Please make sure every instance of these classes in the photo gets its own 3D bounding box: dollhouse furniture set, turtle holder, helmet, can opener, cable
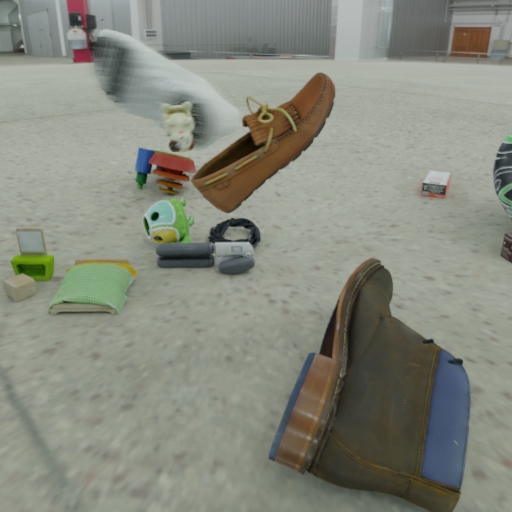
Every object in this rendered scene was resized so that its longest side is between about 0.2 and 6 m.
[{"bbox_3d":[-3.639,0.136,9.506,3.026,1.168,1.512,0,25,0],"label":"dollhouse furniture set"},{"bbox_3d":[-1.802,-0.549,11.492,0.876,1.234,0.938,-12,-5,-26],"label":"turtle holder"},{"bbox_3d":[6.400,-1.712,11.481,2.909,3.052,3.052,-21,5,44],"label":"helmet"},{"bbox_3d":[-0.961,0.042,10.518,1.879,0.501,0.628,-1,24,0],"label":"can opener"},{"bbox_3d":[-0.461,-0.445,11.861,1.110,0.345,1.360,-6,27,-1],"label":"cable"}]

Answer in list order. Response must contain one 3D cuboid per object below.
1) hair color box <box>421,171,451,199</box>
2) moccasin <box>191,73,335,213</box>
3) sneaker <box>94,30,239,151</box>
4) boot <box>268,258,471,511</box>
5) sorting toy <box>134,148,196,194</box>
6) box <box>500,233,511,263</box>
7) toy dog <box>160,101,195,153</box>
[{"bbox_3d":[4.792,-1.914,14.895,0.631,0.381,1.244,11,26,21],"label":"hair color box"},{"bbox_3d":[0.085,-1.585,7.402,2.255,0.871,0.825,-38,33,16],"label":"moccasin"},{"bbox_3d":[-1.762,-3.182,10.704,3.346,1.257,1.356,40,35,16],"label":"sneaker"},{"bbox_3d":[1.647,1.413,6.911,1.864,1.437,3.846,22,36,13],"label":"boot"},{"bbox_3d":[-2.493,-2.236,15.138,1.555,1.062,2.587,11,10,-14],"label":"sorting toy"},{"bbox_3d":[5.107,-0.157,10.956,0.401,0.489,0.405,-5,25,-11],"label":"box"},{"bbox_3d":[-0.840,-1.335,5.997,0.343,0.477,0.492,-4,61,-22],"label":"toy dog"}]
